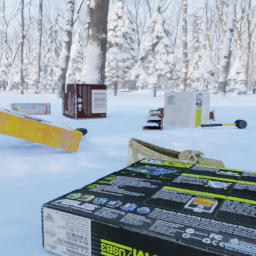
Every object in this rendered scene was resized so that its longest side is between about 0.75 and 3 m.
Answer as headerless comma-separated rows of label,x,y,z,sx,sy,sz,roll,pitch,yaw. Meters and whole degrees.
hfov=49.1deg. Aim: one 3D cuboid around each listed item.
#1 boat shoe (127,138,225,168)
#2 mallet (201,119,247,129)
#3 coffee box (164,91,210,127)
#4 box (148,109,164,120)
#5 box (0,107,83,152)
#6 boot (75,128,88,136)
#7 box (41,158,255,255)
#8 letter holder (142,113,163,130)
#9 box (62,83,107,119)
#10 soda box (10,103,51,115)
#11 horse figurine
boat shoe,0.771,0.513,4.798,1.772,0.557,0.646,5,9,34
mallet,3.736,-0.117,10.855,1.737,0.358,0.572,-4,5,-8
coffee box,2.521,-0.838,11.988,1.449,1.451,1.435,7,10,43
box,2.045,-0.763,15.517,1.751,0.441,2.426,1,6,6
box,-2.600,-0.095,6.671,2.712,0.563,1.615,15,0,-25
boot,-1.511,0.213,8.303,0.849,0.307,0.642,-10,13,-28
box,0.614,0.808,2.800,2.101,0.499,2.029,3,6,29
letter holder,0.969,-0.257,10.992,0.808,0.571,1.136,-1,7,7
box,-2.484,-1.534,15.751,1.875,1.894,2.283,-4,8,-30
soda box,-6.257,-1.249,18.081,2.433,0.773,0.832,2,7,8
horse figurine,2.812,-0.980,13.595,2.963,1.963,0.739,-12,44,-2
